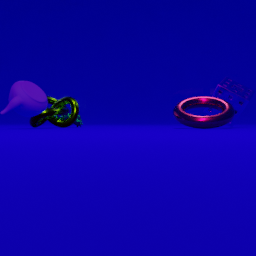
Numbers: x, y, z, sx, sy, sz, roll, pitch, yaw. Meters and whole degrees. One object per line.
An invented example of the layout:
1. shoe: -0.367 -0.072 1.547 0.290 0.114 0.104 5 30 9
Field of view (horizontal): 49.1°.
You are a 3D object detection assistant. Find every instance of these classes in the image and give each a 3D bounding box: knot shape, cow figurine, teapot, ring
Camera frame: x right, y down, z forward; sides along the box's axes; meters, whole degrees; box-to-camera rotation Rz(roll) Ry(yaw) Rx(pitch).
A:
1. knot shape: -2.429 -0.470 8.865 1.496 0.739 1.598 -32 37 -32
2. cow figurine: -2.125 -0.246 10.134 0.875 0.861 0.480 -43 -1 -36
3. teapot: -2.496 -0.645 6.805 0.737 0.936 1.506 -43 3 19
4. ring: 1.970 -0.432 7.344 1.566 0.313 1.566 -5 28 3

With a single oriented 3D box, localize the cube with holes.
1. cube with holes: 3.367 -0.884 9.321 1.055 1.055 1.055 33 37 17
